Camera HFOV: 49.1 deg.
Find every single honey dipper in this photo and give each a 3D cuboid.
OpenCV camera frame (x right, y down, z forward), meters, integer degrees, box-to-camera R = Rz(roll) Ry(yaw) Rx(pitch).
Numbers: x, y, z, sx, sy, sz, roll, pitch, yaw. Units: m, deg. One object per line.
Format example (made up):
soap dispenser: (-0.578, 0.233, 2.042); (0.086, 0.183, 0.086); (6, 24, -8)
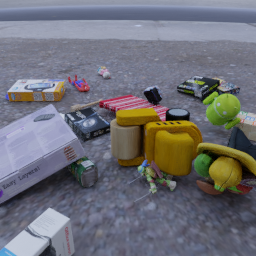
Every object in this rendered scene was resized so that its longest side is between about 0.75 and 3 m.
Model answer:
honey dipper: (-1.658, -0.958, 11.697); (1.569, 0.298, 0.298); (-22, 36, -37)

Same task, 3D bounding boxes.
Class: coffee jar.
coffee jar: (-1.363, 1.031, 7.789); (0.555, 0.678, 1.301); (-22, 35, -28)

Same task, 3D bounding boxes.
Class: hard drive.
hard drive: (-2.284, -0.226, 10.507); (1.194, 0.159, 0.788); (12, 32, 18)

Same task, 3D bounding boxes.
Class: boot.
boot: (3.784, 0.727, 8.262); (1.660, 0.754, 1.976); (16, 28, 18)

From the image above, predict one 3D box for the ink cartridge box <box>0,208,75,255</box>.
ink cartridge box: (-1.670, 2.343, 5.133); (0.582, 1.008, 1.389); (17, 34, 27)

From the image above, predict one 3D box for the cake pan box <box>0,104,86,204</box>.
cake pan box: (-2.892, 0.598, 7.827); (2.755, 0.721, 2.537); (-30, 35, -17)

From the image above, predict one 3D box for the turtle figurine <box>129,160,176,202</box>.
turtle figurine: (0.636, 1.418, 7.384); (1.062, 1.095, 0.788); (16, -5, -17)

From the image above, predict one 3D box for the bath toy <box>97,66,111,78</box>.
bath toy: (-1.248, -2.987, 15.131); (0.429, 0.504, 1.160); (23, 15, -36)

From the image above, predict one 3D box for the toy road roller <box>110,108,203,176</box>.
toy road roller: (0.808, 0.434, 7.759); (2.520, 1.549, 1.840); (-3, 23, -6)

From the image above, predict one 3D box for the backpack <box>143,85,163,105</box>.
backpack: (1.014, -1.386, 11.443); (0.594, 0.771, 0.735); (-42, 28, -26)

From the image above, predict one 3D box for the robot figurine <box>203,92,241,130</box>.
robot figurine: (3.224, -0.611, 9.524); (0.861, 1.489, 1.307); (-33, 78, -16)

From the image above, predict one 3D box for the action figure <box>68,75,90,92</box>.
action figure: (-2.358, -2.169, 13.671); (0.613, 0.484, 1.873); (-15, 36, -30)

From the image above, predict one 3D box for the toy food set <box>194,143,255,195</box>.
toy food set: (2.344, 1.206, 6.710); (1.727, 0.959, 2.935); (21, -8, 17)

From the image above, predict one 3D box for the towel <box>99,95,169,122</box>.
towel: (0.503, -0.685, 10.967); (2.850, 0.320, 2.061); (24, 28, 34)

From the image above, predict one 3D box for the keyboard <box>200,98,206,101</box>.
keyboard: (3.875, -1.136, 12.128); (1.492, 0.296, 0.776); (4, 7, 10)

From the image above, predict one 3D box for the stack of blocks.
stack of blocks: (4.778, 0.005, 9.649); (2.042, 0.598, 1.176); (16, 33, 27)

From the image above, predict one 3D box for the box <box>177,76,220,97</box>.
box: (3.269, -1.962, 13.047); (1.409, 0.347, 1.459); (-34, 36, -28)

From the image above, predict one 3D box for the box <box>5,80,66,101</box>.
box: (-4.247, -1.746, 12.829); (2.568, 0.533, 1.529); (1, 30, -2)

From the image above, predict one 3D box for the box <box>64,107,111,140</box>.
box: (-1.451, -0.184, 10.060); (1.149, 0.312, 1.434); (-17, 40, -34)

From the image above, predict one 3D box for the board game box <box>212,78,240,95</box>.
board game box: (4.398, -1.996, 13.496); (1.079, 0.276, 1.592); (-15, 33, -25)
